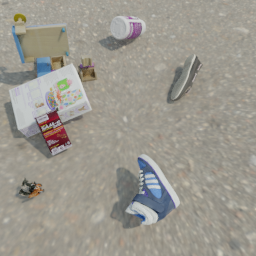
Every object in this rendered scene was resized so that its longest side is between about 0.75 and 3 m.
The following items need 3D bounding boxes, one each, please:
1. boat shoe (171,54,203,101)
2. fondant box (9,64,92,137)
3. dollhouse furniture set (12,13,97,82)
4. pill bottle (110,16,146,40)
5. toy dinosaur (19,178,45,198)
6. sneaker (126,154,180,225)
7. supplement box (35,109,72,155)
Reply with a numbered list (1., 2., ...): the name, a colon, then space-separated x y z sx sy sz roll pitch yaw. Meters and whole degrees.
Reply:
1. boat shoe: 2.125 -1.691 9.733 0.601 0.705 2.107 35 61 -17
2. fondant box: -2.427 -0.870 8.722 2.190 0.638 1.580 -24 62 -1
3. dollhouse furniture set: -2.417 -2.944 9.558 2.394 2.536 1.655 -10 53 -8
4. pill bottle: 0.058 -4.020 11.232 0.864 0.864 1.538 33 33 23
5. toy dinosaur: -2.410 1.542 7.093 0.578 0.852 0.435 19 75 -11
6. sneaker: 0.339 1.485 6.658 1.167 0.642 1.593 -28 62 -16
7. supplement box: -2.107 0.116 7.929 0.621 1.142 0.348 -27 16 -20
